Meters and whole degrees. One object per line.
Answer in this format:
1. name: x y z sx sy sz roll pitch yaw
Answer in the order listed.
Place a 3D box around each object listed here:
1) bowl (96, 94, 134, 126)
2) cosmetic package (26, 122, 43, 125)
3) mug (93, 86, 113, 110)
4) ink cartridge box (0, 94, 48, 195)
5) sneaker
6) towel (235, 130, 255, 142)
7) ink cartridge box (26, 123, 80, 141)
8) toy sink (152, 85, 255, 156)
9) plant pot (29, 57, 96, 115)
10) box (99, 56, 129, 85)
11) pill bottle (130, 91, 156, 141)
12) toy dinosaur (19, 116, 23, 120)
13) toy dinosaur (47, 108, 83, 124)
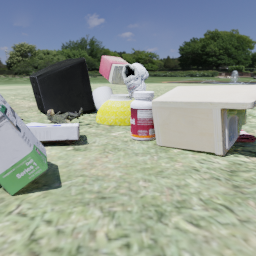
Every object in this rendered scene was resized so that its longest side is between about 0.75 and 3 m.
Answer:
1. bowl: -0.316 -0.870 12.379 2.217 1.193 2.217 0 12 0
2. cosmetic package: -3.323 0.012 10.234 0.800 0.325 0.451 9 15 33
3. mug: -1.164 -1.249 14.290 1.025 1.217 1.388 -14 -20 -4
4. ink cartridge box: -2.538 0.074 5.448 0.859 2.038 1.489 -36 20 -8
5. sneaker: 0.232 -2.108 10.704 0.831 1.060 2.134 -23 33 16
6. towel: 3.233 0.073 10.047 1.801 0.284 2.501 1 11 3
7. ink cartridge box: -2.979 0.133 8.793 2.893 0.536 1.370 0 4 -8
8. toy sink: 2.368 -0.276 8.072 2.766 1.549 1.803 4 23 35
9. plant pot: -3.629 -2.083 14.936 2.529 2.851 2.844 -18 19 -26
10. box: -0.594 -2.910 14.072 1.105 0.942 1.728 -2 29 -29
11. pill bottle: 0.515 -0.414 9.213 0.876 1.551 0.876 0 12 0
12. toy dinosaur: -3.656 0.323 7.269 1.744 1.009 1.921 20 24 33
13. toy dinosaur: -2.502 -0.410 11.626 1.179 0.635 2.676 -23 22 -27
